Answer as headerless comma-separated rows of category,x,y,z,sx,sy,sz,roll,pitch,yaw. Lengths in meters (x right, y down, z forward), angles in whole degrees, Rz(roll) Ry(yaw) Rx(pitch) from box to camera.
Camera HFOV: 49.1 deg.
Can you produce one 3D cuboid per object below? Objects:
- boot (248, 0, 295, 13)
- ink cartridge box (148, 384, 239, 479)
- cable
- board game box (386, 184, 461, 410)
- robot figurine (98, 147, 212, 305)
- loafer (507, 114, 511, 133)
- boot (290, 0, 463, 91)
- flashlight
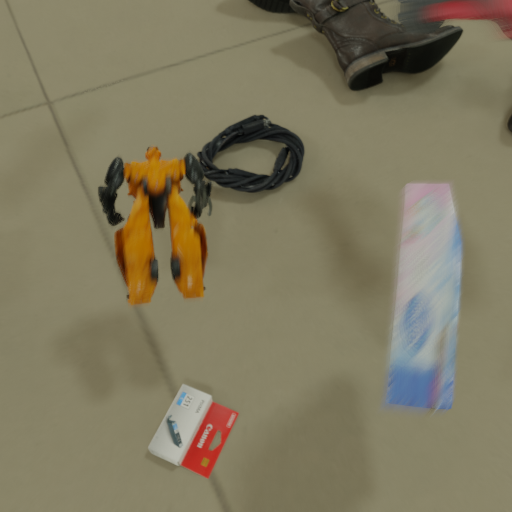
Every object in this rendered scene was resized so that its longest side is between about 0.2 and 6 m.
boot,0.924,-6.504,13.011,2.797,1.083,1.935,20,52,-1
ink cartridge box,-0.799,2.267,7.302,0.841,0.214,0.955,19,58,14
cable,-0.126,-1.716,9.969,1.943,0.493,1.585,-29,65,-21
board game box,1.722,0.516,5.519,0.417,1.921,1.912,2,77,24
robot figurine,-1.193,-0.381,6.856,1.355,0.544,1.869,-5,90,-13
loafer,5.709,-3.299,10.696,0.986,0.963,2.700,25,59,16
boot,2.452,-4.877,11.421,2.935,1.016,2.555,-21,73,-11
flashlight,2.837,-3.142,7.234,0.767,0.770,2.265,-54,39,-5
